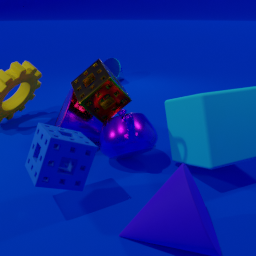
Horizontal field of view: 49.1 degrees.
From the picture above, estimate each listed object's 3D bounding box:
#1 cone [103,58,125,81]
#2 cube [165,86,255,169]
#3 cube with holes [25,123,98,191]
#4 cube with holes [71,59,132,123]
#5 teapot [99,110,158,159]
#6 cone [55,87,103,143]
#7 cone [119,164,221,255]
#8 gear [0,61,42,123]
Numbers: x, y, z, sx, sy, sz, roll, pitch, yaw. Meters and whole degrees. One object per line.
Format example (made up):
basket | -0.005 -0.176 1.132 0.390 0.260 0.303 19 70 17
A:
cone | -0.470 -2.358 12.431 1.155 1.155 1.159 18 2 36
cube | 1.620 -0.025 5.360 1.271 1.271 1.271 -9 3 -21
cube with holes | -1.045 0.440 4.314 0.738 0.738 0.738 15 9 -34
cube with holes | -0.575 -0.778 5.977 0.813 0.813 0.813 -38 45 9
teapot | -0.038 0.107 5.790 1.210 0.953 1.946 -11 -12 -8
cone | -0.864 0.004 6.648 1.535 1.529 1.529 22 17 -18
cone | 0.424 1.282 3.824 1.236 1.231 1.231 -24 20 13
gear | -3.086 -0.937 7.460 0.337 1.820 1.820 40 32 5
